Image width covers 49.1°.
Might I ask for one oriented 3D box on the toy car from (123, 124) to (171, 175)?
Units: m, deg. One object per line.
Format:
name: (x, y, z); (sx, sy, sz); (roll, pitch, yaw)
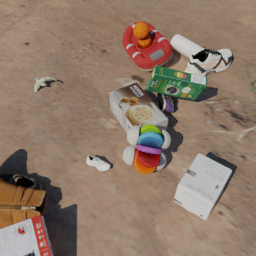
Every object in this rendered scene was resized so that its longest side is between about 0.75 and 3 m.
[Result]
toy car: (0.677, 0.753, 9.445); (1.498, 1.712, 1.283); (11, 11, -7)

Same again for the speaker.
speaker: (3.066, -4.060, 14.306); (0.772, 0.772, 1.902); (-33, 56, -25)

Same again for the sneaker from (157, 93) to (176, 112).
sneaker: (1.702, -1.262, 12.148); (0.696, 0.602, 1.590); (12, 49, -14)

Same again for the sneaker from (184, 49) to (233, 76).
sneaker: (4.009, -3.281, 13.403); (2.911, 1.164, 1.073); (-28, 53, -24)

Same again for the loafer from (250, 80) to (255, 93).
loafer: (6.641, -1.903, 12.429); (2.288, 0.797, 0.860); (6, 50, 5)

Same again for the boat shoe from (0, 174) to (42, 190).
boat shoe: (-3.657, 1.782, 9.403); (1.583, 0.580, 0.590); (10, 50, 8)

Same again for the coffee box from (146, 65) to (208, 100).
coffee box: (1.900, -1.754, 11.061); (2.119, 1.303, 0.466); (10, 68, -5)

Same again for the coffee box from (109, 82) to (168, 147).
coffee box: (0.350, -0.587, 11.186); (1.375, 0.958, 2.404); (-21, 53, -17)

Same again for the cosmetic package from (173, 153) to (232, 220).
cosmetic package: (2.360, 1.861, 8.931); (1.187, 1.188, 1.440); (28, 55, 22)

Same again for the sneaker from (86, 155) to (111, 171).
sneaker: (-1.071, 1.247, 9.982); (0.945, 0.412, 0.352); (16, 51, 12)

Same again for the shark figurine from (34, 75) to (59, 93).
shark figurine: (-3.774, -2.131, 12.901); (1.237, 0.516, 0.739); (-20, 86, -7)

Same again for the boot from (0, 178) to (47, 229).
boot: (-3.760, 2.040, 8.835); (2.310, 1.100, 2.986); (-4, 65, -6)

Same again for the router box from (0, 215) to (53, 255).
router box: (-2.935, 3.649, 7.416); (1.861, 0.506, 2.073); (-17, 72, -14)

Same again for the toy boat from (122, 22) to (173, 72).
toy boat: (0.781, -4.263, 13.524); (1.906, 1.909, 2.920); (-31, 54, -1)
